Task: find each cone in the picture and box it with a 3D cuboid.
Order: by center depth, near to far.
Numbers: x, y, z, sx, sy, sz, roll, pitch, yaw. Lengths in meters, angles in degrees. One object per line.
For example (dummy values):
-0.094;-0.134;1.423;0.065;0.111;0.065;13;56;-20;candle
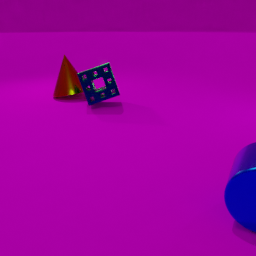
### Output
-2.372;-2.133;11.088;1.523;1.528;1.523;-8;14;2;cone

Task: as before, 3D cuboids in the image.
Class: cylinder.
2.074;0.858;4.229;1.050;1.050;1.050;10;23;25;cylinder

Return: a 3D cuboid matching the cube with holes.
-1.022;-1.584;9.932;1.141;1.141;1.141;-19;14;0;cube with holes
